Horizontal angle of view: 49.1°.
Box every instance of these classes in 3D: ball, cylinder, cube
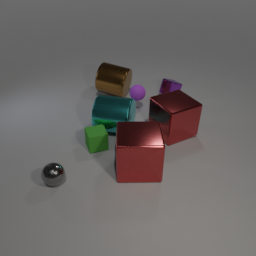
[{"bbox_3d":[0.419,-1.538,12.179,0.700,0.700,0.700,0,32,0],"label":"ball"},{"bbox_3d":[-0.514,-0.514,10.735,1.400,1.400,1.400,8,33,12],"label":"cylinder"},{"bbox_3d":[1.731,-0.432,10.565,1.400,1.400,1.400,-17,38,-24],"label":"cube"},{"bbox_3d":[-2.237,1.378,8.380,0.700,0.700,0.700,0,32,0],"label":"ball"},{"bbox_3d":[2.043,-1.919,13.454,0.700,0.700,0.700,0,27,-36],"label":"cube"},{"bbox_3d":[0.343,0.730,8.785,1.400,1.400,1.400,0,33,-1],"label":"cube"},{"bbox_3d":[-0.668,-2.306,13.406,1.400,1.400,1.400,17,35,11],"label":"cylinder"},{"bbox_3d":[-1.122,0.380,9.990,0.700,0.700,0.700,-11,34,-17],"label":"cube"}]
